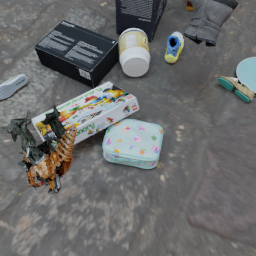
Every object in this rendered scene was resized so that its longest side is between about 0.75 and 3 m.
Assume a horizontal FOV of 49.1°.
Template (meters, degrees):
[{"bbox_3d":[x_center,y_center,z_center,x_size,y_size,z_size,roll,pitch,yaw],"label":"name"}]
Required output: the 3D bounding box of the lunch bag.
[{"bbox_3d":[0.112,0.461,8.237,1.725,0.665,1.384,10,57,6],"label":"lunch bag"}]

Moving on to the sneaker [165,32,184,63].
[{"bbox_3d":[1.806,-3.260,10.559,0.628,0.872,1.659,10,58,7],"label":"sneaker"}]

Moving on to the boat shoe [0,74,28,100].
[{"bbox_3d":[-4.091,-1.417,9.667,1.350,0.486,0.419,-37,38,-24],"label":"boat shoe"}]

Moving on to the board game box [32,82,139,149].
[{"bbox_3d":[-1.323,-0.404,8.500,2.857,0.494,1.804,-29,35,-18],"label":"board game box"}]

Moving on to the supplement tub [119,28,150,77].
[{"bbox_3d":[0.227,-2.703,10.062,1.086,1.086,1.504,-3,57,-2],"label":"supplement tub"}]

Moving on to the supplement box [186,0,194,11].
[{"bbox_3d":[3.452,-5.990,11.846,1.680,1.704,1.131,8,57,5],"label":"supplement box"}]

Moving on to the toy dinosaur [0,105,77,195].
[{"bbox_3d":[-1.178,0.364,4.256,1.784,0.911,1.211,-29,78,27],"label":"toy dinosaur"}]

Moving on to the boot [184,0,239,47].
[{"bbox_3d":[2.016,-3.349,8.282,0.755,1.425,2.165,13,24,-39],"label":"boot"}]

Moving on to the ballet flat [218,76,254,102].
[{"bbox_3d":[3.723,-1.424,9.594,1.350,0.476,0.441,42,79,14],"label":"ballet flat"}]

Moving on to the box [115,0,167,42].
[{"bbox_3d":[0.631,-5.400,10.826,1.617,2.754,2.709,14,58,9],"label":"box"}]

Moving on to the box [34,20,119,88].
[{"bbox_3d":[-1.799,-2.714,10.147,2.448,0.966,1.728,27,64,17],"label":"box"}]

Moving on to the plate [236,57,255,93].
[{"bbox_3d":[4.793,-1.812,9.994,1.872,0.239,1.872,0,58,0],"label":"plate"}]
